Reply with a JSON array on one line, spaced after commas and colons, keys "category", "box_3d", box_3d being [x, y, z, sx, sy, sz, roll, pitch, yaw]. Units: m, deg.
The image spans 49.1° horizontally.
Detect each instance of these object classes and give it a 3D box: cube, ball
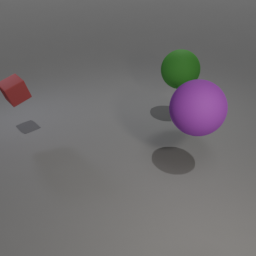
[{"category": "cube", "box_3d": [-3.787, -1.259, 9.339, 0.700, 0.700, 0.700, -37, 49, -22]}, {"category": "ball", "box_3d": [1.886, -2.105, 10.075, 1.400, 1.400, 1.400, 0, 29, 0]}, {"category": "ball", "box_3d": [1.725, -0.494, 6.924, 1.400, 1.400, 1.400, 0, 29, 0]}]
